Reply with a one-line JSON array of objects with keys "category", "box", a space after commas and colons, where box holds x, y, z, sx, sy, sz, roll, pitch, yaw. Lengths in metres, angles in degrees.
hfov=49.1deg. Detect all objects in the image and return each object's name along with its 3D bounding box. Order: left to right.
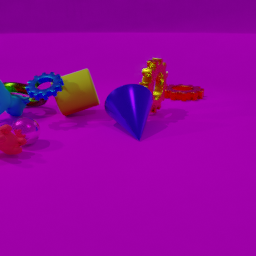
[{"category": "cow figurine", "box": [-3.267, 0.287, 6.979, 1.122, 1.140, 0.626, -13, 45, 31]}, {"category": "cow figurine", "box": [-4.198, -1.046, 9.409, 0.957, 1.743, 1.715, 14, 41, 24]}, {"category": "ring", "box": [-3.904, -1.219, 10.337, 1.846, 0.369, 1.846, 5, -14, 1]}, {"category": "ball", "box": [-2.774, 0.085, 7.599, 0.767, 0.767, 0.767, 0, 21, 0]}, {"category": "gear", "box": [-2.622, -1.340, 8.856, 1.154, 0.213, 1.154, -4, 48, 4]}, {"category": "cylinder", "box": [-1.837, -1.253, 9.892, 1.343, 1.343, 1.343, -18, 23, -2]}, {"category": "cone", "box": [0.173, -0.214, 8.411, 1.581, 1.581, 1.587, -4, 48, -11]}, {"category": "gear", "box": [0.926, -1.479, 9.831, 0.344, 1.862, 1.862, 12, 24, 25]}, {"category": "gear", "box": [2.455, -1.630, 12.694, 1.909, 0.353, 1.909, 0, 21, 0]}]
